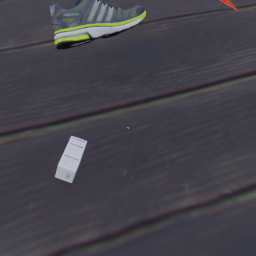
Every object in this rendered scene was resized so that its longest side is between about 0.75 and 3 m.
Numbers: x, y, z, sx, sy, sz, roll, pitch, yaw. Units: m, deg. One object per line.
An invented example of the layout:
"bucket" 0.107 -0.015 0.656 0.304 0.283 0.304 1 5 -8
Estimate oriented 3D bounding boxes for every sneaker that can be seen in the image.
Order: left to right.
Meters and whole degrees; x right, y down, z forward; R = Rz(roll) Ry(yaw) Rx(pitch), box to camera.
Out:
"sneaker" -0.710 -2.937 7.275 2.801 1.134 1.035 -26 16 -29

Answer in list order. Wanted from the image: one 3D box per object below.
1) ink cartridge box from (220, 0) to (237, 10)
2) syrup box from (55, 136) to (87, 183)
"ink cartridge box" 2.329 -4.493 8.198 2.169 0.513 1.736 17 43 -27
"syrup box" -1.089 0.588 5.428 0.354 0.342 0.870 21 38 -5
